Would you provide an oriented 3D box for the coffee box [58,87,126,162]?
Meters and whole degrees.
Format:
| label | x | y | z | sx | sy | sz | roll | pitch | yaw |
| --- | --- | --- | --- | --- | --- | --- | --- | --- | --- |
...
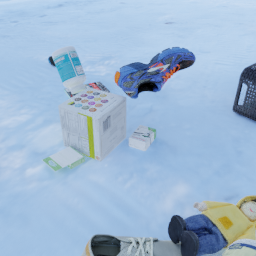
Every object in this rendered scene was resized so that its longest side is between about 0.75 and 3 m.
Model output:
| label | x | y | z | sx | sy | sz | roll | pitch | yaw |
| --- | --- | --- | --- | --- | --- | --- | --- | --- | --- |
| coffee box | -1.163 | -0.195 | 9.650 | 1.655 | 1.674 | 1.671 | 18 | 37 | 26 |

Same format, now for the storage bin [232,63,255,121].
| label | x | y | z | sx | sy | sz | roll | pitch | yaw |
| --- | --- | --- | --- | --- | --- | --- | --- | --- | --- |
| storage bin | 5.862 | -1.657 | 11.576 | 2.955 | 1.998 | 1.386 | -25 | 40 | -32 |

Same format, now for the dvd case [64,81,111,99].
| label | x | y | z | sx | sy | sz | roll | pitch | yaw |
| --- | --- | --- | --- | --- | --- | --- | --- | --- | --- |
| dvd case | -1.944 | -1.727 | 13.312 | 1.870 | 0.206 | 1.365 | -15 | 36 | -23 |

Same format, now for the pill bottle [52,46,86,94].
| label | x | y | z | sx | sy | sz | roll | pitch | yaw |
| --- | --- | --- | --- | --- | --- | --- | --- | --- | --- |
| pill bottle | -2.084 | -2.080 | 10.216 | 0.891 | 1.608 | 0.891 | -20 | 6 | 2 |

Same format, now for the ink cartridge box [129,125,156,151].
| label | x | y | z | sx | sy | sz | roll | pitch | yaw |
| --- | --- | --- | --- | --- | --- | --- | --- | --- | --- |
| ink cartridge box | 0.523 | 0.343 | 10.010 | 0.683 | 0.394 | 0.935 | 15 | 37 | 22 |

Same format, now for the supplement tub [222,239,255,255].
| label | x | y | z | sx | sy | sz | roll | pitch | yaw |
| --- | --- | --- | --- | --- | --- | --- | --- | --- | --- |
| supplement tub | 1.946 | 3.119 | 4.856 | 2.018 | 1.463 | 1.463 | -27 | 42 | -36 |

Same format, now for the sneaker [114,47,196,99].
| label | x | y | z | sx | sy | sz | roll | pitch | yaw |
| --- | --- | --- | --- | --- | --- | --- | --- | --- | --- |
| sneaker | 1.024 | -1.766 | 9.465 | 2.860 | 1.077 | 1.122 | -24 | 67 | -5 |

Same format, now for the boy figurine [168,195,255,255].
| label | x | y | z | sx | sy | sz | roll | pitch | yaw |
| --- | --- | --- | --- | --- | --- | --- | --- | --- | --- |
| boy figurine | 2.310 | 2.273 | 6.481 | 2.656 | 0.856 | 1.651 | -7 | 34 | -23 |

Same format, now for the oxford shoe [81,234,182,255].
| label | x | y | z | sx | sy | sz | roll | pitch | yaw |
| --- | --- | --- | --- | --- | --- | --- | --- | --- | --- |
| oxford shoe | 0.257 | 2.750 | 6.087 | 2.581 | 0.745 | 0.970 | 2 | 31 | 0 |

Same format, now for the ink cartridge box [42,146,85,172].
| label | x | y | z | sx | sy | sz | roll | pitch | yaw |
| --- | --- | --- | --- | --- | --- | --- | --- | --- | --- |
| ink cartridge box | -2.077 | 1.055 | 9.050 | 0.814 | 0.268 | 1.119 | 29 | 43 | 36 |

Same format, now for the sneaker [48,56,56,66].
| label | x | y | z | sx | sy | sz | roll | pitch | yaw |
| --- | --- | --- | --- | --- | --- | --- | --- | --- | --- |
| sneaker | -3.865 | -3.867 | 16.340 | 1.588 | 0.581 | 0.650 | 11 | 18 | 7 |
